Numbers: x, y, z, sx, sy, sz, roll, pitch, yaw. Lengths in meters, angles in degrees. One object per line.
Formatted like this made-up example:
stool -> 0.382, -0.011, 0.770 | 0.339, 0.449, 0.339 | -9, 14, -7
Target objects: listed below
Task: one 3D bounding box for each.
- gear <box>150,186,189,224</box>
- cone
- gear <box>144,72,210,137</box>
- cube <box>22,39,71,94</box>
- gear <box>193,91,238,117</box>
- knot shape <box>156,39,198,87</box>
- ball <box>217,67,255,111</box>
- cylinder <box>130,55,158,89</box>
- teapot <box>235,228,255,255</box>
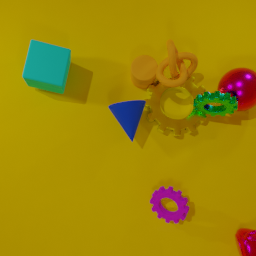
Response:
gear -> 1.138, 2.122, 7.732 | 1.060, 0.196, 1.060 | 9, 112, 24
cone -> 0.048, -0.143, 7.965 | 1.090, 1.090, 1.094 | -8, 86, -1
gear -> 1.469, -0.727, 8.602 | 1.944, 0.359, 1.944 | 0, 80, 0
cube -> -2.352, -1.758, 8.265 | 1.115, 1.115, 1.115 | 12, 83, -11
gear -> 2.426, -0.657, 7.798 | 1.165, 1.165, 0.215 | 10, 70, 2
knot shape -> 1.351, -1.888, 7.963 | 1.364, 0.630, 1.276 | -31, 109, -30
ball -> 3.286, -1.127, 8.214 | 1.274, 1.274, 1.274 | 0, 80, 0
cylinder -> 0.477, -1.696, 8.543 | 0.801, 0.801, 0.801 | 0, 80, 0
teapot -> 3.388, 3.230, 7.571 | 0.790, 1.613, 1.003 | -14, 37, 9
